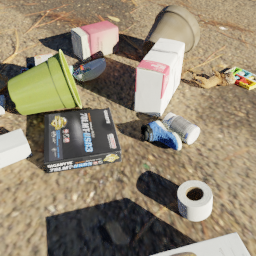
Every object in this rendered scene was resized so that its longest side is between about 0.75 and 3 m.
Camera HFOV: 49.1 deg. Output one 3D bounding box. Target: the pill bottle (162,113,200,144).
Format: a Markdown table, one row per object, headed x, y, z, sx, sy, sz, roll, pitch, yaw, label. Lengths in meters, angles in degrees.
| x | y | z | sx | sy | sz | roll | pitch | yaw | label |
| --- | --- | --- | --- | --- | --- | --- | --- | --- | --- |
| 1.895 | -0.013 | 10.125 | 0.711 | 0.711 | 1.249 | -31 | 51 | -30 | pill bottle |

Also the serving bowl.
| x | y | z | sx | sy | sz | roll | pitch | yaw | label |
| --- | --- | --- | --- | --- | --- | --- | --- | --- | --- |
| -1.693 | -2.609 | 12.956 | 1.627 | 0.535 | 1.627 | -21 | 28 | 12 | serving bowl |

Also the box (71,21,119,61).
| x | y | z | sx | sy | sz | roll | pitch | yaw | label |
| --- | --- | --- | --- | --- | --- | --- | --- | --- | --- |
| -1.708 | -4.597 | 14.748 | 2.191 | 1.401 | 1.194 | -25 | 47 | -25 | box |

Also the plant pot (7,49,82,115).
| x | y | z | sx | sy | sz | roll | pitch | yaw | label |
| --- | --- | --- | --- | --- | --- | --- | --- | --- | --- |
| -3.294 | -1.556 | 10.961 | 2.286 | 2.408 | 2.408 | -19 | 44 | -2 | plant pot |

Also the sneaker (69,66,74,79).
| x | y | z | sx | sy | sz | roll | pitch | yaw | label |
| --- | --- | --- | --- | --- | --- | --- | --- | --- | --- |
| -3.098 | -2.346 | 12.812 | 1.119 | 0.622 | 1.600 | 0 | 41 | -1 | sneaker |

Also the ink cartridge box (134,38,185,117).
| x | y | z | sx | sy | sz | roll | pitch | yaw | label |
| --- | --- | --- | --- | --- | --- | --- | --- | --- | --- |
| 1.320 | -2.132 | 11.466 | 1.170 | 2.071 | 2.827 | 16 | 44 | 18 | ink cartridge box |

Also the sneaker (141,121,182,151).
| x | y | z | sx | sy | sz | roll | pitch | yaw | label |
| --- | --- | --- | --- | --- | --- | --- | --- | --- | --- |
| 1.063 | 0.336 | 9.763 | 0.924 | 0.638 | 1.661 | -15 | 40 | -25 | sneaker |

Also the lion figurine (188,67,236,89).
| x | y | z | sx | sy | sz | roll | pitch | yaw | label |
| --- | --- | --- | --- | --- | --- | --- | --- | --- | --- |
| 3.814 | -2.139 | 12.677 | 1.885 | 0.683 | 1.154 | -24 | 53 | -5 | lion figurine |

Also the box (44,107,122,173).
| x | y | z | sx | sy | sz | roll | pitch | yaw | label |
| --- | --- | --- | --- | --- | --- | --- | --- | --- | --- |
| -1.642 | 0.321 | 9.846 | 2.471 | 0.618 | 2.489 | -8 | 42 | -8 | box |

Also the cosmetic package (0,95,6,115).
| x | y | z | sx | sy | sz | roll | pitch | yaw | label |
| --- | --- | --- | --- | --- | --- | --- | --- | --- | --- |
| -5.306 | -0.950 | 11.512 | 0.436 | 0.267 | 1.056 | -11 | 43 | -13 | cosmetic package |

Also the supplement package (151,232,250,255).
| x | y | z | sx | sy | sz | roll | pitch | yaw | label |
| --- | --- | --- | --- | --- | --- | --- | --- | --- | --- |
| 1.351 | 3.383 | 5.813 | 2.466 | 1.351 | 1.403 | -11 | 43 | -11 | supplement package |

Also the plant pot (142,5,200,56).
| x | y | z | sx | sy | sz | roll | pitch | yaw | label |
| --- | --- | --- | --- | --- | --- | --- | --- | --- | --- |
| 1.957 | -4.397 | 14.016 | 2.547 | 2.547 | 2.210 | 29 | 65 | 28 | plant pot |

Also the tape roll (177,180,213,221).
| x | y | z | sx | sy | sz | roll | pitch | yaw | label |
| --- | --- | --- | --- | --- | --- | --- | --- | --- | --- |
| 1.854 | 2.016 | 7.798 | 0.937 | 0.643 | 0.937 | -6 | 38 | 5 | tape roll |

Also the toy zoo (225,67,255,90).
| x | y | z | sx | sy | sz | roll | pitch | yaw | label |
| --- | --- | --- | --- | --- | --- | --- | --- | --- | --- |
| 5.445 | -2.301 | 13.091 | 1.156 | 0.180 | 1.761 | -30 | 49 | -29 | toy zoo |

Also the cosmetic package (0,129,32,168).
| x | y | z | sx | sy | sz | roll | pitch | yaw | label |
| --- | --- | --- | --- | --- | --- | --- | --- | --- | --- |
| -4.158 | 0.755 | 9.313 | 1.625 | 0.659 | 0.917 | -20 | 46 | -23 | cosmetic package |

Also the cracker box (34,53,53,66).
| x | y | z | sx | sy | sz | roll | pitch | yaw | label |
| --- | --- | --- | --- | --- | --- | --- | --- | --- | --- |
| -4.127 | -3.203 | 13.944 | 0.921 | 0.397 | 1.375 | -11 | 42 | -12 | cracker box |

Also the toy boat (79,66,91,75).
| x | y | z | sx | sy | sz | roll | pitch | yaw | label |
| --- | --- | --- | --- | --- | --- | --- | --- | --- | --- |
| -2.037 | -2.626 | 13.016 | 0.638 | 0.759 | 0.353 | -21 | 81 | 8 | toy boat |

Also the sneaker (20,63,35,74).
| x | y | z | sx | sy | sz | roll | pitch | yaw | label |
| --- | --- | --- | --- | --- | --- | --- | --- | --- | --- |
| -4.564 | -2.138 | 12.294 | 0.825 | 0.994 | 2.080 | 3 | 42 | 3 | sneaker |

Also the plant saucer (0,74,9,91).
| x | y | z | sx | sy | sz | roll | pitch | yaw | label |
| --- | --- | --- | --- | --- | --- | --- | --- | --- | --- |
| -6.147 | -1.920 | 12.587 | 1.590 | 0.282 | 1.590 | 0 | 42 | 0 | plant saucer |
